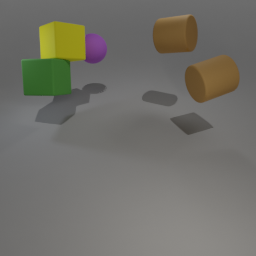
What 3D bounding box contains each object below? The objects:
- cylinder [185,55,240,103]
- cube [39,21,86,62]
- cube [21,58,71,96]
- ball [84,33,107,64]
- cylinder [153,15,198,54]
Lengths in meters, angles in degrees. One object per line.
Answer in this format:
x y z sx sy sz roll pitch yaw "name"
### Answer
3.011 -1.777 10.135 1.400 1.400 1.400 -20 35 -13 "cylinder"
-2.752 -3.563 11.776 1.400 1.400 1.400 -8 12 -41 "cube"
-3.268 -2.051 11.374 1.400 1.400 1.400 3 10 17 "cube"
-1.710 -3.814 13.476 1.400 1.400 1.400 0 31 0 "ball"
1.932 -3.776 11.366 1.400 1.400 1.400 6 30 33 "cylinder"
